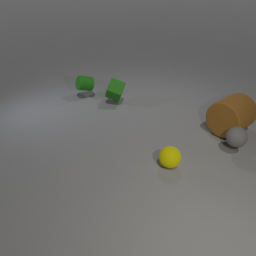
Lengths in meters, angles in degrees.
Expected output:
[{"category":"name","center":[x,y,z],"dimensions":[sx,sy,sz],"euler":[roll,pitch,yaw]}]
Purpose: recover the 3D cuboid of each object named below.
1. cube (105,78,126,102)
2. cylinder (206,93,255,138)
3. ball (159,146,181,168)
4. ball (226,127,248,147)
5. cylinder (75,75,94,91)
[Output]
[{"category":"cube","center":[-0.589,-1.759,12.896],"dimensions":[0.700,0.700,0.700],"euler":[20,68,-5]},{"category":"cylinder","center":[3.938,-0.490,10.666],"dimensions":[1.400,1.400,1.400],"euler":[-25,38,-37]},{"category":"ball","center":[1.339,0.929,8.932],"dimensions":[0.700,0.700,0.700],"euler":[0,30,0]},{"category":"ball","center":[3.666,0.302,9.438],"dimensions":[0.700,0.700,0.700],"euler":[0,30,0]},{"category":"cylinder","center":[-2.074,-2.149,13.464],"dimensions":[0.700,0.700,0.700],"euler":[1,26,-33]}]
